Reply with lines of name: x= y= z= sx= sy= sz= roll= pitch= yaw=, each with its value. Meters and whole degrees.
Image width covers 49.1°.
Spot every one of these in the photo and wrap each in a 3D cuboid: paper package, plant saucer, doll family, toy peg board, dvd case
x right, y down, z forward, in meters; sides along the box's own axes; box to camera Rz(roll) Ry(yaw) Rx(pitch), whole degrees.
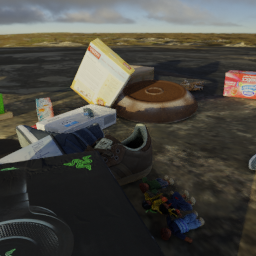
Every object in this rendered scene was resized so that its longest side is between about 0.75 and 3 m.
paper package: x=-0.220 y=-2.022 z=12.073 sx=2.066 sy=1.121 sz=2.167 roll=15 pitch=25 yaw=35
plant saucer: x=0.903 y=-1.058 z=9.610 sx=2.982 sy=0.545 sz=2.982 roll=-2 pitch=30 yaw=1
doll family: x=0.577 y=1.182 z=4.193 sx=0.689 sy=0.468 sz=1.192 roll=-7 pitch=23 yaw=-33
toy peg board: x=-4.823 y=-0.678 z=8.832 sx=1.620 sy=0.792 sz=1.613 roll=15 pitch=24 yaw=36
dvd case: x=-1.979 y=0.889 z=4.373 sx=2.203 sy=0.193 sz=1.571 roll=-28 pitch=28 yaw=-18

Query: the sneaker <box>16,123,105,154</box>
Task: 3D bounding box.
sneaker: x=-1.382 y=0.282 z=6.002 sx=1.446 sy=0.761 sz=2.001 roll=-30 pitch=43 yaw=-35

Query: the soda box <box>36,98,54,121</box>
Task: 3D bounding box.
soda box: x=-2.723 y=-0.630 z=9.138 sx=0.479 sy=0.445 sz=1.401 roll=-8 pitch=19 yaw=-16

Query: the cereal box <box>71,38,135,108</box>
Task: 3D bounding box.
cereal box: x=-0.833 y=-1.492 z=8.567 sx=1.457 sy=2.025 sz=0.400 roll=41 pitch=47 yaw=1

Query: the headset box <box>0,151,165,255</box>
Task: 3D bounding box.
headset box: x=-1.055 y=1.342 z=2.541 sx=2.346 sy=1.250 sz=2.694 roll=-7 pitch=21 yaw=-18

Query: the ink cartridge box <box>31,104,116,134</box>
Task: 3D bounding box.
ink cartridge box: x=-1.717 y=-0.216 z=8.018 sx=1.913 sy=0.485 sz=2.171 roll=13 pitch=24 yaw=31

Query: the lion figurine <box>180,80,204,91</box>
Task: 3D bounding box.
lion figurine: x=3.001 y=-1.954 z=13.005 sx=0.848 sy=0.501 sz=1.384 roll=2 pitch=5 yaw=29

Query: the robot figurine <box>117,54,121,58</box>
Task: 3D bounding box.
robot figurine: x=-1.098 y=-3.064 z=14.334 sx=2.341 sy=1.544 sz=2.668 roll=8 pitch=20 yaw=8

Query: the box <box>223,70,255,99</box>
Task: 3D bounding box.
box: x=5.094 y=-1.783 z=11.581 sx=2.006 sy=1.000 sz=0.958 roll=11 pitch=23 yaw=28

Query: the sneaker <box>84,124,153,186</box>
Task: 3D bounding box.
sneaker: x=-0.569 y=0.636 z=4.855 sx=0.941 sy=1.009 sz=2.671 roll=16 pitch=25 yaw=38

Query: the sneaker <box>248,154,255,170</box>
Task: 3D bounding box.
sneaker: x=2.895 y=0.716 z=5.635 sx=0.886 sy=0.370 sz=0.535 roll=-9 pitch=12 yaw=-27
